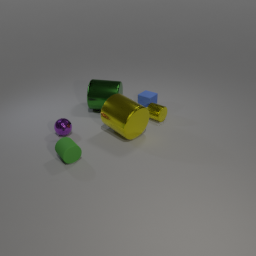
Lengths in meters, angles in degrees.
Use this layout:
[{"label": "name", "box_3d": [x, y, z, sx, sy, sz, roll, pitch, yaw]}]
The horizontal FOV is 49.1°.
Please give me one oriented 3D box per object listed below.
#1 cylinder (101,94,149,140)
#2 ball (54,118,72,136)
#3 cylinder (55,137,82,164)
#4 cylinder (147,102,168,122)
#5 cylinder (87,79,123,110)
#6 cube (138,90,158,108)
[{"label": "cylinder", "box_3d": [-0.117, -0.461, 11.018, 1.400, 1.400, 1.400, -26, 45, -38]}, {"label": "ball", "box_3d": [-2.580, -0.046, 11.139, 0.700, 0.700, 0.700, 0, 30, 0]}, {"label": "cylinder", "box_3d": [-2.070, 0.768, 9.696, 0.700, 0.700, 0.700, -20, 37, -31]}, {"label": "cylinder", "box_3d": [1.255, -0.695, 12.252, 0.700, 0.700, 0.700, 22, 37, 32]}, {"label": "cylinder", "box_3d": [-1.037, -1.509, 12.952, 1.400, 1.400, 1.400, 6, 30, 7]}, {"label": "cube", "box_3d": [0.932, -1.302, 13.334, 0.700, 0.700, 0.700, 19, 35, 30]}]
